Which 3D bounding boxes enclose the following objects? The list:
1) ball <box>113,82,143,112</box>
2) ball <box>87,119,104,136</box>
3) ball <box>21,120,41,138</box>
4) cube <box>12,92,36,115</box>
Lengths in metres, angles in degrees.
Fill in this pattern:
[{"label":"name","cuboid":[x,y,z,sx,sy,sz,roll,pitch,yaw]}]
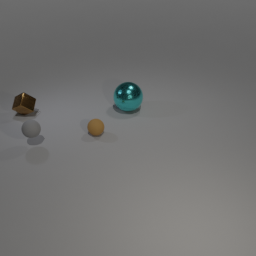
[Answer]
[{"label":"ball","cuboid":[0.010,-1.465,13.168,1.400,1.400,1.400,0,32,0]},{"label":"ball","cuboid":[-1.319,-0.037,11.504,0.700,0.700,0.700,0,32,0]},{"label":"ball","cuboid":[-3.670,0.034,10.619,0.700,0.700,0.700,0,32,0]},{"label":"cube","cuboid":[-4.742,-1.092,12.791,0.700,0.700,0.700,-16,58,34]}]
